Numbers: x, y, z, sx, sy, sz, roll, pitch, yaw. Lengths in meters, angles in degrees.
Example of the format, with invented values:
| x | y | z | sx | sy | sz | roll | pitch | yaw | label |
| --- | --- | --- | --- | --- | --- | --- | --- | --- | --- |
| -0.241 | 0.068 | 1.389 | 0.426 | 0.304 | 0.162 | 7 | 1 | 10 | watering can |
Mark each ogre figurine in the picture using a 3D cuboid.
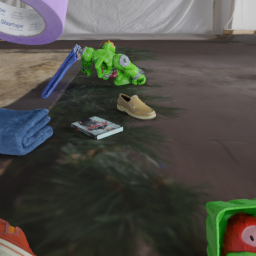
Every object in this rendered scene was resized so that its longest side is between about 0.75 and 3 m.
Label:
| x | y | z | sx | sy | sz | roll | pitch | yaw | label |
| --- | --- | --- | --- | --- | --- | --- | --- | --- | --- |
| -0.771 | -2.497 | 11.253 | 2.845 | 1.396 | 1.706 | 35 | -9 | 20 | ogre figurine |

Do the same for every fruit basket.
| x | y | z | sx | sy | sz | roll | pitch | yaw | label |
| --- | --- | --- | --- | --- | --- | --- | --- | --- | --- |
| 1.647 | 1.353 | 2.860 | 1.600 | 1.154 | 1.600 | -2 | 5 | 0 | fruit basket |

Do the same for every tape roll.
| x | y | z | sx | sy | sz | roll | pitch | yaw | label |
| --- | --- | --- | --- | --- | --- | --- | --- | --- | --- |
| -3.049 | -3.259 | 7.225 | 2.859 | 0.938 | 2.859 | 6 | -12 | 1 | tape roll |

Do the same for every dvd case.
| x | y | z | sx | sy | sz | roll | pitch | yaw | label |
| --- | --- | --- | --- | --- | --- | --- | --- | --- | --- |
| -0.818 | -0.025 | 7.327 | 0.840 | 0.127 | 1.150 | -19 | 30 | -39 | dvd case |

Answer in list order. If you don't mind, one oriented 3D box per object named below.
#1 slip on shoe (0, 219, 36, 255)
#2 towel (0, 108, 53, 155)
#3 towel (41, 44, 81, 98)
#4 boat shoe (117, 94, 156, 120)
| x | y | z | sx | sy | sz | roll | pitch | yaw | label |
| --- | --- | --- | --- | --- | --- | --- | --- | --- | --- |
| -1.365 | 1.403 | 3.203 | 1.828 | 0.677 | 0.559 | 10 | 19 | 34 | slip on shoe |
| -3.337 | -0.017 | 6.570 | 2.789 | 0.677 | 1.557 | 5 | 24 | 12 | towel |
| -2.539 | -2.287 | 10.960 | 0.336 | 2.037 | 2.813 | 36 | 14 | -18 | towel |
| 0.194 | -0.680 | 8.307 | 0.553 | 0.588 | 1.544 | -20 | 29 | -39 | boat shoe |
